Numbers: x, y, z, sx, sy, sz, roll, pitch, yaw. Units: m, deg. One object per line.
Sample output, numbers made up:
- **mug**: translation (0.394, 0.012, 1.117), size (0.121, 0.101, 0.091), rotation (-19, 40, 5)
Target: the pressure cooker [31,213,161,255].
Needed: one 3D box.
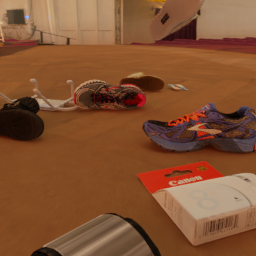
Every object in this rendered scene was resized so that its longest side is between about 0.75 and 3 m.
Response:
- **pressure cooker**: translation (-0.350, 1.289, 2.196), size (0.965, 0.950, 1.080), rotation (14, 20, 43)

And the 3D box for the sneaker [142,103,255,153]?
- **sneaker**: translation (1.545, -0.079, 5.985), size (2.481, 0.973, 0.935), rotation (0, 19, 0)

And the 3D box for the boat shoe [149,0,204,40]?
- **boat shoe**: translation (1.410, -2.947, 7.121), size (0.906, 0.785, 2.124), rotation (-27, -1, -24)

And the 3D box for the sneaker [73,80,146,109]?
- **sneaker**: translation (-0.541, -1.001, 8.677), size (2.283, 0.920, 0.852), rotation (-5, 22, -16)

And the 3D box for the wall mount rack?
- **wall mount rack**: translation (-2.845, -1.012, 8.675), size (2.498, 0.931, 2.170), rotation (5, 20, 16)

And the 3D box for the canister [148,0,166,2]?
- **canister**: translation (1.016, -4.073, 7.547), size (1.151, 0.671, 1.550), rotation (22, 59, 29)

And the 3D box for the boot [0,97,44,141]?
- **boot**: translation (-2.575, -0.301, 6.991), size (1.885, 0.709, 1.409), rotation (7, 21, 21)

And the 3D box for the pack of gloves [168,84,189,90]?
- **pack of gloves**: translation (2.095, -1.669, 11.784), size (0.699, 0.164, 0.832), rotation (4, 22, -19)

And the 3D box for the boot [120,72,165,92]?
- **boot**: translation (0.682, -1.993, 11.870), size (1.813, 0.654, 1.402), rotation (2, 19, 11)

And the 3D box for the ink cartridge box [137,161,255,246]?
- **ink cartridge box**: translation (1.125, 0.848, 4.205), size (1.440, 0.425, 1.799), rotation (-7, 22, -19)
